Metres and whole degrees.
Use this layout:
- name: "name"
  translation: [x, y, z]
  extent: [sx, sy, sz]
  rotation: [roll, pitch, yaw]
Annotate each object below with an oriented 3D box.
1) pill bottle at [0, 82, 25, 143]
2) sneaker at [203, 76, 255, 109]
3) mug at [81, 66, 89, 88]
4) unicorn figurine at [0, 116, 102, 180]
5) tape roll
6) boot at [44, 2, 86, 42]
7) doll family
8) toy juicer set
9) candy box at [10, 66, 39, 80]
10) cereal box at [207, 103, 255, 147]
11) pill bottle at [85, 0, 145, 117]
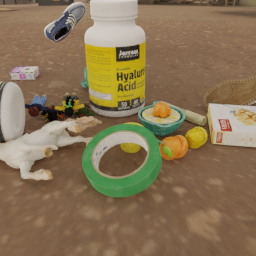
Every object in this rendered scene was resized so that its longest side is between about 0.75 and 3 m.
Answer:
- name: "pill bottle"
  translation: [-3.763, -0.333, 6.237]
  extent: [2.580, 1.445, 1.445]
  rotation: [0, 28, -6]
- name: "sneaker"
  translation: [3.551, -1.026, 8.277]
  extent: [2.573, 0.917, 1.447]
  rotation: [-19, -11, 18]
- name: "mug"
  translation: [-0.977, -1.732, 9.568]
  extent: [1.101, 1.340, 0.828]
  rotation: [25, 33, -3]
- name: "unicorn figurine"
  translation: [-1.971, 0.342, 5.810]
  extent: [1.894, 1.019, 2.758]
  rotation: [9, 13, 37]
- name: "tape roll"
  translation: [-0.113, 0.572, 5.303]
  extent: [1.475, 0.354, 1.475]
  rotation: [-8, 48, 9]
- name: "boot"
  translation: [-1.679, -2.999, 8.016]
  extent: [1.477, 0.537, 0.667]
  rotation: [-45, 46, -6]
- name: "doll family"
  translation: [-1.881, -0.525, 7.599]
  extent: [1.905, 0.748, 1.101]
  rotation: [-7, 33, -2]
- name: "toy juicer set"
  translation: [1.120, -0.204, 6.859]
  extent: [1.804, 0.772, 2.836]
  rotation: [14, 30, 24]
- name: "candy box"
  translation: [-4.019, -2.143, 10.952]
  extent: [0.911, 0.326, 0.764]
  rotation: [-1, 28, -1]
- name: "cereal box"
  translation: [3.173, -0.075, 6.946]
  extent: [2.243, 0.443, 1.613]
  rotation: [4, 28, 8]
- name: "pill bottle"
  translation: [-0.339, -1.932, 7.748]
  extent: [1.644, 2.954, 1.644]
  rotation: [-2, 28, 1]
